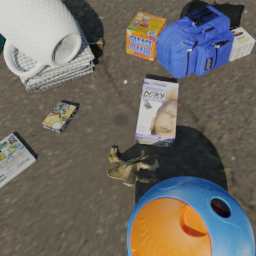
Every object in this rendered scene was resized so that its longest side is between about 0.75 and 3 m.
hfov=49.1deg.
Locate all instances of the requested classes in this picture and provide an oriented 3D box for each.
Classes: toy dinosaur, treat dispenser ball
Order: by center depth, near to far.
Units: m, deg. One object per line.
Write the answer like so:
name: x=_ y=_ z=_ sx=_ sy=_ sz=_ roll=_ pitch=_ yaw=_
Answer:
treat dispenser ball: x=1.407 y=2.585 z=6.552 sx=2.870 sy=2.870 sz=2.870 roll=0 pitch=58 yaw=0
toy dinosaur: x=0.133 y=1.303 z=8.083 sx=1.423 sy=0.819 sz=2.814 roll=-4 pitch=14 yaw=-13

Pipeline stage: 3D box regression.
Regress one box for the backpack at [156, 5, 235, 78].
backpack: x=2.437 y=-3.045 z=10.390 sx=2.514 sy=2.043 sz=2.110 roll=-24 pitch=50 yaw=-11

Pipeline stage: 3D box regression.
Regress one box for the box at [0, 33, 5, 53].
box: x=-5.945 y=-4.425 z=12.170 sx=1.183 sy=0.707 sz=2.875 roll=0 pitch=58 yaw=0

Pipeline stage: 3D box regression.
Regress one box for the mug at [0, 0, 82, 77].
mug: x=-3.036 y=-3.008 z=9.176 sx=2.516 sy=2.119 sz=2.870 roll=43 pitch=106 yaw=13

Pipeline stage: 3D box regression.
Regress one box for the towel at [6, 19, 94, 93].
towel: x=-2.894 y=-2.797 z=10.782 sx=2.846 sy=1.218 sz=2.356 roll=-22 pitch=65 yaw=-12

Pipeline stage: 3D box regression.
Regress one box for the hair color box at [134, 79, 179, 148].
hair color box: x=1.019 y=-0.548 z=9.704 sx=1.282 sy=0.760 sz=2.346 roll=9 pitch=60 yaw=1

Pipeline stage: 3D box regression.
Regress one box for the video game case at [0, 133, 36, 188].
video game case: x=-3.992 y=1.059 z=9.066 sx=1.509 sy=0.166 sz=1.376 roll=-40 pitch=66 yaw=-21

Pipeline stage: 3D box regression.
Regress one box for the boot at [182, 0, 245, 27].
boot: x=3.624 y=-4.728 z=11.917 sx=2.294 sy=1.036 sz=2.799 roll=17 pitch=42 yaw=15

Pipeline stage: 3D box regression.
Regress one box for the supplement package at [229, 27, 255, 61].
supplement package: x=4.447 y=-3.460 z=11.551 sx=1.001 sy=0.736 sz=0.957 roll=-23 pitch=60 yaw=-12

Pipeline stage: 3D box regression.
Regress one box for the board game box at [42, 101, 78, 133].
board game box: x=-2.394 y=-0.394 z=9.872 sx=0.768 sy=0.196 sz=1.134 roll=18 pitch=57 yaw=19

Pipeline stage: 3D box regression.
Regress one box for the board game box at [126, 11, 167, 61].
board game box: x=0.739 y=-3.741 z=11.434 sx=1.230 sy=1.229 sz=1.229 roll=21 pitch=60 yaw=13

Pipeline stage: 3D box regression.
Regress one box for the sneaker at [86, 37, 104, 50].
sneaker: x=-1.616 y=-3.621 z=11.894 sx=1.211 sy=0.406 sz=0.543 roll=5 pitch=48 yaw=5
